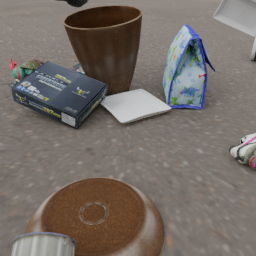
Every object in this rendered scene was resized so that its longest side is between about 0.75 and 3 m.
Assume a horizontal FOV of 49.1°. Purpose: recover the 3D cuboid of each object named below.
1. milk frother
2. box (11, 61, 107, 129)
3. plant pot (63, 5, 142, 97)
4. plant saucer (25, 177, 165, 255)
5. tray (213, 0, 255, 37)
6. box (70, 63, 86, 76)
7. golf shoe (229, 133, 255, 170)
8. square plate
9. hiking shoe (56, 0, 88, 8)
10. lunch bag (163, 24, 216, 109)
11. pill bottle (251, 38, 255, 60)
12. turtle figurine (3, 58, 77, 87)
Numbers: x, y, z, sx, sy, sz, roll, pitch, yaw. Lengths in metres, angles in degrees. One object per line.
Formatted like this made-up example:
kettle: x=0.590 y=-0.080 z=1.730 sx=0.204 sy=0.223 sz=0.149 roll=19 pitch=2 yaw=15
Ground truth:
milk frother: x=-1.515 y=2.129 z=3.483 sx=1.461 sy=1.619 sz=1.523 roll=-12 pitch=47 yaw=7
box: x=-2.234 y=-1.191 z=9.409 sx=2.492 sy=0.636 sz=1.965 roll=24 pitch=46 yaw=12
plant pot: x=-0.740 y=-2.652 z=10.304 sx=2.685 sy=2.873 sz=2.685 roll=-4 pitch=36 yaw=3
plant saucer: x=-0.638 y=1.779 z=5.408 sx=2.726 sy=0.499 sz=2.726 roll=0 pitch=32 yaw=0
tray: x=3.523 y=-3.537 z=8.652 sx=1.717 sy=0.922 sz=0.190 roll=15 pitch=38 yaw=-20
box: x=-1.542 y=-2.708 z=12.915 sx=1.504 sy=0.415 sz=2.203 roll=17 pitch=35 yaw=26
golf shoe: x=3.562 y=0.353 z=7.544 sx=1.975 sy=0.717 sz=0.909 roll=-24 pitch=38 yaw=-34
square plate: x=0.172 y=-0.765 z=9.823 sx=1.968 sy=0.280 sz=1.950 roll=-17 pitch=35 yaw=-25
hiking shoe: x=-1.623 y=-3.614 z=7.379 sx=1.426 sy=0.540 sz=0.718 roll=32 pitch=39 yaw=8
lunch bag: x=2.128 y=-2.250 z=10.107 sx=1.612 sy=2.529 sz=2.150 roll=0 pitch=30 yaw=1
pill bottle: x=7.583 y=-3.932 z=14.058 sx=2.425 sy=1.349 sz=1.349 roll=15 pitch=34 yaw=22
turtle figurine: x=-3.455 y=-1.969 z=10.892 sx=2.750 sy=1.385 sz=2.059 roll=-17 pitch=40 yaw=-40
